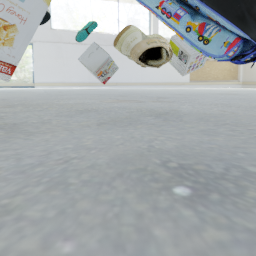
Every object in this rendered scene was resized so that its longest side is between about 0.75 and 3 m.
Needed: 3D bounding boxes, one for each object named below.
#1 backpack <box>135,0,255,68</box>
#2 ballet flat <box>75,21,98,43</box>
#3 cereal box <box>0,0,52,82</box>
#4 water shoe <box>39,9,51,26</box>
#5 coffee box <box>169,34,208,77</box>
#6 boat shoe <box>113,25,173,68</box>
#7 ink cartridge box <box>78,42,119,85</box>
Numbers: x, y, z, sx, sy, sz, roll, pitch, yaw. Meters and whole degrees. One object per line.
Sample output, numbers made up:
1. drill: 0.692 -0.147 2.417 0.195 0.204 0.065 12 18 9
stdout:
1. backpack: 1.264 -1.657 3.288 1.872 1.380 2.051 44 31 16
2. ballet flat: -1.173 -2.611 7.590 0.303 0.290 0.861 23 62 38
3. cereal box: -2.983 -2.503 6.197 0.530 2.682 1.930 40 14 34
4. water shoe: -2.850 -3.816 8.316 0.772 0.852 2.160 -39 3 -13
5. coffee box: 2.042 -2.593 9.561 1.033 1.024 1.035 -27 64 -23
6. boat shoe: 0.688 -2.077 7.883 0.923 1.025 2.841 47 23 17
7. ink cartridge box: -1.067 -2.369 10.349 0.891 0.895 1.232 43 2 18
